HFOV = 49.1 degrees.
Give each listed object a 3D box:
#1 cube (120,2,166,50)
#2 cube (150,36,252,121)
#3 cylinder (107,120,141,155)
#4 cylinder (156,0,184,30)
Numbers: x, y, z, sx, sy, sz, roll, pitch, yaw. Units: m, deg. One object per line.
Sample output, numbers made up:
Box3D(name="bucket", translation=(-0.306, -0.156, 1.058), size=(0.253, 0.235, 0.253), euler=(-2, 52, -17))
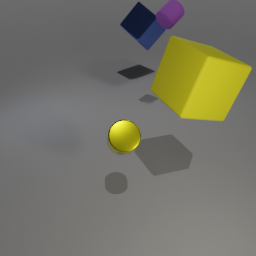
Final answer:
Box3D(name="cube", translation=(0.756, -4.964, 13.751), size=(1.400, 1.400, 1.400), euler=(48, 15, 21))
Box3D(name="cube", translation=(1.619, -1.127, 6.511), size=(1.400, 1.400, 1.400), euler=(2, 32, -32))
Box3D(name="cylinder", translation=(-0.105, 0.228, 6.180), size=(0.700, 0.700, 0.700), euler=(-5, -10, -7))
Box3D(name="cylinder", translation=(1.412, -3.814, 9.408), size=(0.700, 0.700, 0.700), euler=(-48, 49, -12))
